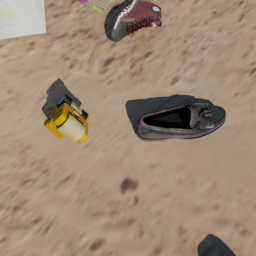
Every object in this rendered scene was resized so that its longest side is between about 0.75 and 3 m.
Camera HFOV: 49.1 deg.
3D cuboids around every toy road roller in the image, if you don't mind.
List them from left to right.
[{"bbox_3d":[-1.543,-0.080,6.767,0.958,0.807,1.312,-38,29,14],"label":"toy road roller"}]

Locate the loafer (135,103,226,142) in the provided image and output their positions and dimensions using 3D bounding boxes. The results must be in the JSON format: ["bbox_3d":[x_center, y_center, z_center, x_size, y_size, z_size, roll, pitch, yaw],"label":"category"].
[{"bbox_3d":[1.428,-0.178,7.269,2.478,0.780,0.891,-10,67,-4],"label":"loafer"}]

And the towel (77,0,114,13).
[{"bbox_3d":[-1.465,-5.153,9.661,2.814,0.320,2.021,29,69,11],"label":"towel"}]

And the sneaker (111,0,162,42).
[{"bbox_3d":[0.399,-3.258,8.618,1.170,0.767,2.026,29,69,9],"label":"sneaker"}]

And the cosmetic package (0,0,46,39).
[{"bbox_3d":[-4.097,-4.046,7.766,2.887,2.878,1.775,-11,67,-4],"label":"cosmetic package"}]
